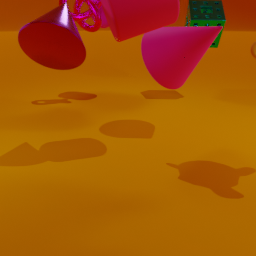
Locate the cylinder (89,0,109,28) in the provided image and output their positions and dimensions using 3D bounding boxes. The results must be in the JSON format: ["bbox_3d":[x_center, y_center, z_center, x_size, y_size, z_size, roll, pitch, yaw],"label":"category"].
[{"bbox_3d":[-0.582,-4.204,9.743,1.144,1.144,1.144,-8,14,32],"label":"cylinder"}]

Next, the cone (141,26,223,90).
[{"bbox_3d":[1.446,-1.917,6.409,1.636,1.636,1.642,-20,1,-41],"label":"cone"}]

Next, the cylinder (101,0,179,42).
[{"bbox_3d":[0.162,-2.232,4.897,1.130,1.130,1.130,-20,23,-3],"label":"cylinder"}]

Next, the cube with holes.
[{"bbox_3d":[2.769,-3.814,10.283,1.186,1.186,1.186,2,57,3],"label":"cube with holes"}]

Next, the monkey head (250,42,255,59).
[{"bbox_3d":[2.912,-1.055,4.202,1.865,1.341,1.124,4,-1,5],"label":"monkey head"}]

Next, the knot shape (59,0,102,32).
[{"bbox_3d":[-1.290,-3.892,8.867,1.506,1.409,0.696,36,23,-35],"label":"knot shape"}]

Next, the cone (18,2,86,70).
[{"bbox_3d":[-1.234,-1.867,5.051,1.153,1.153,1.157,3,63,7],"label":"cone"}]
